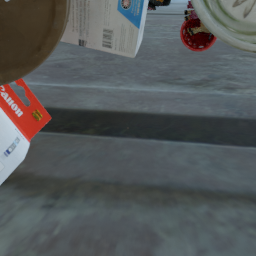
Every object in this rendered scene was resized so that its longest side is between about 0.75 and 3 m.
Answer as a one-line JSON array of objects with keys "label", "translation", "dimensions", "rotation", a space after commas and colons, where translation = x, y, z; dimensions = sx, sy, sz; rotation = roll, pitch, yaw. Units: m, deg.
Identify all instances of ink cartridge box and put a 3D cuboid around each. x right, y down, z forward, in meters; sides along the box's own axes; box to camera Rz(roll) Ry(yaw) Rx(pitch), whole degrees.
[{"label": "ink cartridge box", "translation": [-1.730, -0.189, 3.670], "dimensions": [0.388, 1.313, 1.641], "rotation": [-13, 30, 35]}, {"label": "ink cartridge box", "translation": [-0.602, -1.706, 3.906], "dimensions": [1.697, 0.984, 0.576], "rotation": [14, 44, 4]}]

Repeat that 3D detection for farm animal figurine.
[{"label": "farm animal figurine", "translation": [1.894, -3.784, 7.110], "dimensions": [1.190, 2.282, 2.257], "rotation": [-15, 52, 5]}]

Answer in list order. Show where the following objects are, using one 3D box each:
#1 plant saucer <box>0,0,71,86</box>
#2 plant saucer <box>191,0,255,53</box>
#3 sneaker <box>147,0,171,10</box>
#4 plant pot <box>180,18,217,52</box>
[{"label": "plant saucer", "translation": [-1.399, -1.172, 2.657], "dimensions": [1.995, 1.995, 0.294], "rotation": [-20, 50, -32]}, {"label": "plant saucer", "translation": [2.142, -2.370, 4.693], "dimensions": [2.423, 2.423, 0.608], "rotation": [-1, -3, -1]}, {"label": "sneaker", "translation": [0.235, -2.777, 5.489], "dimensions": [0.996, 0.927, 2.308], "rotation": [38, 42, 13]}, {"label": "plant pot", "translation": [2.350, -3.138, 8.916], "dimensions": [1.150, 1.150, 1.047], "rotation": [13, 37, 22]}]
